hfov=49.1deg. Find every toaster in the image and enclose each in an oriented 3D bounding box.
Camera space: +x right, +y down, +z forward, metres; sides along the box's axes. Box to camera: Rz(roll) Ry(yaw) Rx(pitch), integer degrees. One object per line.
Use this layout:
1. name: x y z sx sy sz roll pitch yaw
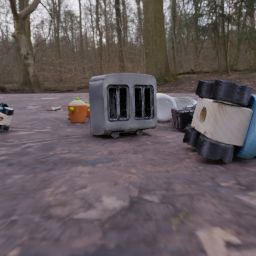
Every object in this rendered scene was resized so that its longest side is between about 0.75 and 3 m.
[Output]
1. toaster: -0.145 -0.738 8.015 1.744 1.929 1.144 -4 5 -29

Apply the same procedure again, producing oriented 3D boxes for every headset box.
1. headset box: 2.172 -0.351 9.252 1.267 0.657 1.702 -6 10 0

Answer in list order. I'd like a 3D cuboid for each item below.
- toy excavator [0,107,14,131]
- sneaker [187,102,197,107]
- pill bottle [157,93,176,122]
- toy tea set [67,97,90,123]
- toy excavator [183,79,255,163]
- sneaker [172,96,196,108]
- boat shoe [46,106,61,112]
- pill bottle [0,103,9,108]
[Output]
1. toy excavator: -4.433 -0.456 8.578 1.408 0.703 1.369 20 7 37
2. sneaker: 3.030 -0.787 11.171 0.862 0.733 1.889 -23 2 30
3. pill bottle: 1.349 -0.894 11.655 1.083 1.083 1.983 0 9 1
4. toy tea set: -1.774 -0.826 11.555 1.565 0.974 2.632 -3 9 -18
5. toy excavator: 2.794 -0.071 6.272 2.936 1.467 2.855 12 10 -5
6. sneaker: 2.238 -1.046 13.745 2.649 1.012 1.066 12 2 39
7. boat shoe: -4.017 -1.018 15.131 0.877 0.274 0.312 -10 15 -44
8. pill bottle: -4.934 -0.453 9.583 1.510 0.845 0.845 0 9 1
